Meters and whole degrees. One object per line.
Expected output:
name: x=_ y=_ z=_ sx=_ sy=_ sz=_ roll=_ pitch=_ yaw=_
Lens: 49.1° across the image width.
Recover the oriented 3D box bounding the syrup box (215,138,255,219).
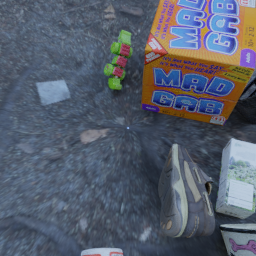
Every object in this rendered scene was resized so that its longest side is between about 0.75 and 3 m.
syrup box: x=2.649 y=1.195 z=6.783 sx=0.684 sy=0.708 sz=1.737 roll=14 pitch=61 yaw=6

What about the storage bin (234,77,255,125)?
storage bin: x=3.609 y=-0.845 z=7.126 sx=0.893 sy=1.905 sz=1.288 roll=44 pitch=91 yaw=3

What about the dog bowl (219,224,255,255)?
dog bowl: x=2.959 y=2.317 z=5.353 sx=2.253 sy=2.253 sz=0.831 roll=1 pitch=75 yaw=0

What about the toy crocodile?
toy crocodile: x=-0.243 y=-2.040 z=8.455 sx=0.612 sy=0.559 sz=1.812 roll=17 pitch=89 yaw=-30

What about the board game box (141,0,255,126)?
board game box: x=1.828 y=-1.892 z=7.628 sx=2.426 sy=2.425 sz=2.424 roll=12 pitch=61 yaw=7

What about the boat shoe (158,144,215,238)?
boat shoe: x=1.279 y=1.340 z=6.166 sx=1.020 sy=1.036 sz=2.782 roll=17 pitch=29 yaw=-1

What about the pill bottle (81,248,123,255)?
pill bottle: x=-0.503 y=3.239 z=5.472 sx=0.886 sy=0.886 sz=1.578 roll=-2 pitch=61 yaw=-1
